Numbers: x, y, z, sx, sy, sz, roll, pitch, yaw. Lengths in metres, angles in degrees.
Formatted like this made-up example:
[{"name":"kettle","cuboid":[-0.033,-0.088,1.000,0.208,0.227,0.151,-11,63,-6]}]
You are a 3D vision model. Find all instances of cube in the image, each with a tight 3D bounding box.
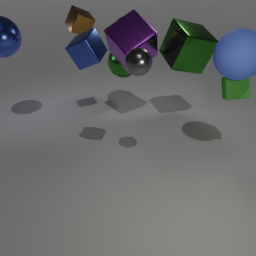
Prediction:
[{"name":"cube","cuboid":[2.248,-3.065,10.581,1.400,1.400,1.400,2,44,-25]},{"name":"cube","cuboid":[-1.089,-2.093,7.440,0.700,0.700,0.700,-13,38,30]},{"name":"cube","cuboid":[3.369,-1.277,8.814,0.700,0.700,0.700,-4,9,9]},{"name":"cube","cuboid":[0.146,-3.190,10.502,1.400,1.400,1.400,-37,71,-6]},{"name":"cube","cuboid":[-1.686,-3.724,9.809,0.700,0.700,0.700,5,39,-40]}]

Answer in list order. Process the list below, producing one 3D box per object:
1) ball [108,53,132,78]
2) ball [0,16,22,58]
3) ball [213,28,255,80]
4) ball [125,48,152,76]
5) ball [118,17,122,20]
[{"name":"ball","cuboid":[-0.196,-2.911,12.259,1.400,1.400,1.400,0,29,0]},{"name":"ball","cuboid":[-4.452,-3.173,9.763,1.400,1.400,1.400,0,29,0]},{"name":"ball","cuboid":[3.112,-2.047,7.844,1.400,1.400,1.400,0,29,0]},{"name":"ball","cuboid":[0.263,-1.662,7.053,0.700,0.700,0.700,0,29,0]},{"name":"ball","cuboid":[-0.163,-4.088,11.233,0.700,0.700,0.700,0,29,0]}]
